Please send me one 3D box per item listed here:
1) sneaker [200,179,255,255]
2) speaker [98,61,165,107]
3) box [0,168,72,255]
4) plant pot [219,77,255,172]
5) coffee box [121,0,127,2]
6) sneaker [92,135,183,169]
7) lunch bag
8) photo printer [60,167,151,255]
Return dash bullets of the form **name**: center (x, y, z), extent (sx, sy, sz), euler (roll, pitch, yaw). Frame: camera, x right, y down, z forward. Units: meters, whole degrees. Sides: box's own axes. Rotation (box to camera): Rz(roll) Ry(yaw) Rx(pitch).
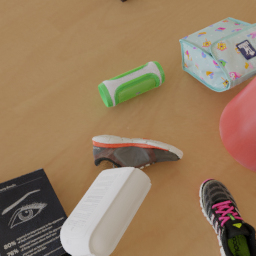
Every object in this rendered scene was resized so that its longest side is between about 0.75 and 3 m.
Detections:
- **sneaker**: center (2.522, 2.348, 6.853), extent (0.909, 1.077, 2.463), euler (-11, 64, -5)
- **speaker**: center (0.122, -1.389, 8.808), extent (2.017, 0.892, 0.892), euler (-25, 67, -11)
- **box**: center (-2.368, 2.291, 6.583), extent (1.602, 1.129, 2.164), euler (-17, 62, -34)
- **plant pot**: center (4.170, -0.416, 7.438), extent (2.825, 2.500, 2.825), euler (0, 65, 0)
- **coffee box**: center (-0.527, -6.052, 10.954), extent (0.793, 1.124, 1.988), euler (-36, 68, -15)
- **sneaker**: center (0.237, 0.821, 7.879), extent (2.546, 0.981, 1.042), euler (7, 92, 2)
- **lunch bag**: center (3.089, -2.224, 8.495), extent (2.099, 1.502, 2.464), euler (-26, 39, -11)
- **photo printer**: center (-0.521, 1.692, 5.603), extent (0.653, 1.565, 1.882), euler (46, 59, -16)
